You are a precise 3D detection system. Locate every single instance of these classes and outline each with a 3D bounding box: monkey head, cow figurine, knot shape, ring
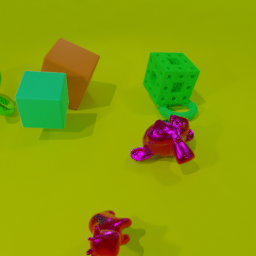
[{"bbox_3d":[0.941,0.362,6.279,1.711,1.031,1.231,-20,65,-17],"label":"monkey head"},{"bbox_3d":[-0.378,1.612,4.308,0.945,0.527,0.960,5,3,-42],"label":"cow figurine"},{"bbox_3d":[-4.084,-1.052,7.655,1.842,1.968,0.909,-6,33,40],"label":"knot shape"},{"bbox_3d":[1.411,-0.562,7.947,1.134,0.227,1.134,0,33,0],"label":"ring"}]

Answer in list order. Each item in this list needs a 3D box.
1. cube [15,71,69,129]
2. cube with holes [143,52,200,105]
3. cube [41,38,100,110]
[{"bbox_3d":[-1.980,-0.658,6.635,0.970,0.970,0.970,2,48,-5],"label":"cube"},{"bbox_3d":[1.166,-1.399,7.839,1.042,1.042,1.042,-5,43,-20],"label":"cube with holes"},{"bbox_3d":[-1.712,-1.556,8.062,1.275,1.275,1.275,23,40,-9],"label":"cube"}]
